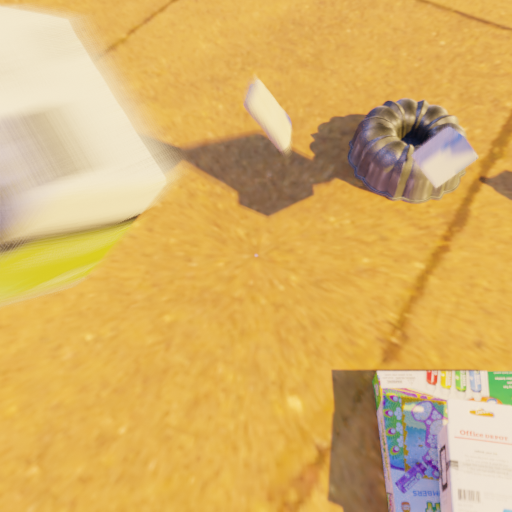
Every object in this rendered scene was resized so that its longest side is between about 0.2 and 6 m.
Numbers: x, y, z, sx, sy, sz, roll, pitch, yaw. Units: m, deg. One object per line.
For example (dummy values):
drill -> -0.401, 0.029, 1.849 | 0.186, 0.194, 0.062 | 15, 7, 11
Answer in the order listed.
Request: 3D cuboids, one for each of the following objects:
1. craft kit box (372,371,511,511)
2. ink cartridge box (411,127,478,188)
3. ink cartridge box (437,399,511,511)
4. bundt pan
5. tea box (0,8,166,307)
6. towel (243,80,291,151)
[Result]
craft kit box -> 2.361, 2.232, 6.308 | 1.896, 0.460, 1.873 | -1, 59, 0
ink cartridge box -> 2.348, -1.256, 7.047 | 0.352, 0.605, 0.836 | 49, 19, -11
ink cartridge box -> 2.318, 2.213, 5.806 | 0.757, 0.442, 1.304 | 7, 56, 4
bundt pan -> 2.433, -1.780, 8.836 | 1.921, 0.721, 1.921 | 0, 55, 0
tea box -> -1.816, -0.684, 4.244 | 1.073, 1.580, 1.606 | -17, 72, -53
towel -> 0.152, -1.862, 7.360 | 0.201, 0.773, 1.167 | -35, 20, 22
